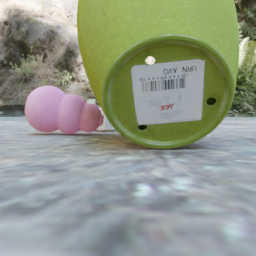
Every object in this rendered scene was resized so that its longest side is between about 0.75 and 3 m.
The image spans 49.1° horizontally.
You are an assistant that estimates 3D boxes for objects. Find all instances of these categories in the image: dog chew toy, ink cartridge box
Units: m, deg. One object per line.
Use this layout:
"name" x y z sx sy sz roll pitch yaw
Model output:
"dog chew toy" -1.265 -0.300 5.751 1.542 0.960 0.960 13 3 -1
"ink cartridge box" -0.829 -0.235 7.283 1.318 0.554 0.959 3 2 32

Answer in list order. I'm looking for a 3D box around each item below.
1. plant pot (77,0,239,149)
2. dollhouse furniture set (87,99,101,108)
"plant pot" 0.402 -1.156 3.992 2.722 2.722 2.909 0 37 2
"dollhouse furniture set" -1.706 -0.819 13.559 0.863 0.654 0.985 -4 -41 8
